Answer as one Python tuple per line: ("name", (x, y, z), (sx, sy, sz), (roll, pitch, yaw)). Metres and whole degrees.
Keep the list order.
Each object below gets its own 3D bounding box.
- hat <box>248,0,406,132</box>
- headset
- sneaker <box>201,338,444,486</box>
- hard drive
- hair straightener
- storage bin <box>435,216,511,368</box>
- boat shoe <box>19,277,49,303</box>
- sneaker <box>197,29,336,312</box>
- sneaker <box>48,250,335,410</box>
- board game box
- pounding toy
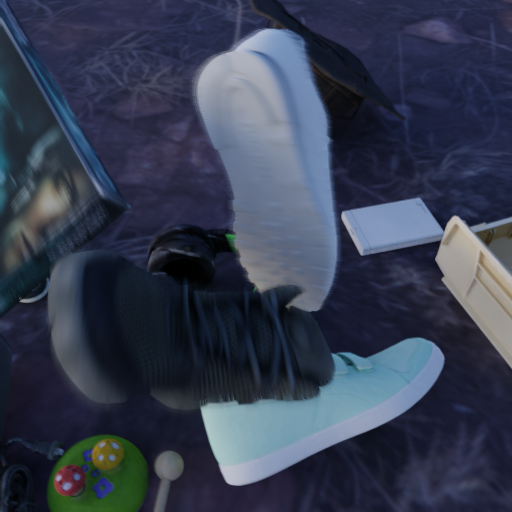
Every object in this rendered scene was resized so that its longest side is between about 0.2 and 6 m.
("hat", (0.951, -3.440, 10.987), (4.166, 1.681, 4.166), (31, 27, -17))
("headset", (-1.277, 0.278, 7.855), (3.104, 1.458, 1.917), (-4, 44, 20))
("sneaker", (0.737, 1.202, 6.716), (3.099, 1.141, 1.828), (-22, 88, -17))
("hard drive", (2.297, -0.511, 9.478), (1.444, 0.193, 0.953), (-10, 48, -10))
("hair straightener", (-2.947, 2.426, 6.333), (1.436, 0.763, 3.731), (-12, 48, -10))
("storage bin", (4.521, 0.279, 7.985), (2.771, 1.299, 2.751), (-16, 49, -14))
("boat shoe", (-3.886, -0.051, 8.734), (0.728, 0.646, 1.948), (-27, 53, -23))
("sneaker", (0.385, -0.761, 5.820), (1.139, 2.981, 1.200), (6, 35, 27))
("sneaker", (-0.332, 0.584, 4.399), (1.665, 2.907, 1.111), (-13, 66, 10))
("board game box", (-2.810, -1.031, 5.392), (2.202, 0.458, 3.256), (-39, 67, 9))
("pounding toy", (-1.679, 2.501, 6.317), (1.497, 0.695, 1.156), (10, 48, 10))
